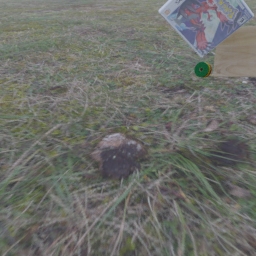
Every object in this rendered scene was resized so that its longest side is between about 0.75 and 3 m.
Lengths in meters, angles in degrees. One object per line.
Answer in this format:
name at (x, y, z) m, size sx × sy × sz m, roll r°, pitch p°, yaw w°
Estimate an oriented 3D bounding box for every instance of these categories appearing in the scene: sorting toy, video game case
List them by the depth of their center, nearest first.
video game case at (1.653, -2.428, 5.929) m, size 1.511 × 1.377 × 0.174 m, roll 36°, pitch 33°, yaw -27°
sorting toy at (3.109, -1.989, 7.479) m, size 2.664 × 1.284 × 0.450 m, roll 9°, pitch 8°, yaw 42°
